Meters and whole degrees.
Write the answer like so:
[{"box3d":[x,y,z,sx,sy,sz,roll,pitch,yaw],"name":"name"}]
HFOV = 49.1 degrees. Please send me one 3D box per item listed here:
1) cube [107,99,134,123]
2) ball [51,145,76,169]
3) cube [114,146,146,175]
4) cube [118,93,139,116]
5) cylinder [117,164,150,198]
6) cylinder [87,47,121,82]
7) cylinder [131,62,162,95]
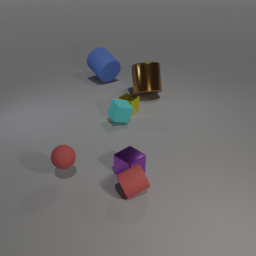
[{"box3d":[-0.317,-0.693,11.336,0.700,0.700,0.700,4,31,-32],"name":"cube"},{"box3d":[-1.844,0.825,8.000,0.700,0.700,0.700,0,29,0],"name":"ball"},{"box3d":[0.054,1.082,8.462,0.700,0.700,0.700,-26,39,-37],"name":"cube"},{"box3d":[0.030,-1.059,12.425,0.700,0.700,0.700,16,32,27],"name":"cube"},{"box3d":[0.150,1.442,7.620,0.700,0.700,0.700,-27,33,-4],"name":"cylinder"},{"box3d":[-1.349,-3.523,15.581,1.400,1.400,1.400,-20,54,-32],"name":"cylinder"},{"box3d":[0.917,-2.406,13.748,1.400,1.400,1.400,-5,2,0],"name":"cylinder"}]
